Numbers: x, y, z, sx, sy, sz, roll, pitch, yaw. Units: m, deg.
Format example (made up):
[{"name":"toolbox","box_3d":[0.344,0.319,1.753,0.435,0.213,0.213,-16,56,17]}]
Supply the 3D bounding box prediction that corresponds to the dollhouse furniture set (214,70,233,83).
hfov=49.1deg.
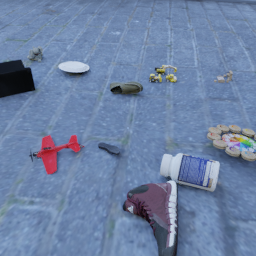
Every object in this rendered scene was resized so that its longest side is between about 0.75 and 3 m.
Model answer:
[{"name":"dollhouse furniture set","box_3d":[4.215,-2.347,12.487,0.778,0.380,0.663,3,38,3]}]

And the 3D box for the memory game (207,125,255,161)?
[{"name":"memory game","box_3d":[3.571,0.403,8.836,2.181,0.139,2.181,6,28,-3]}]

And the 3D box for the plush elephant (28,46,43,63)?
[{"name":"plush elephant","box_3d":[-4.594,-3.738,13.965,0.755,0.710,0.917,-23,44,-26]}]

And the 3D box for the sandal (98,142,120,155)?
[{"name":"sandal","box_3d":[-0.586,0.668,8.896,0.853,0.183,0.324,20,35,37]}]

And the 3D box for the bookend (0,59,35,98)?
[{"name":"bookend","box_3d":[-5.389,-2.300,11.903,2.229,1.033,2.243,-17,41,-22]}]

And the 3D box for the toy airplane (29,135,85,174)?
[{"name":"toy airplane","box_3d":[-2.199,0.678,8.734,1.729,0.318,1.729,0,40,0]}]

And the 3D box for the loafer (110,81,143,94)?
[{"name":"loafer","box_3d":[-0.098,-1.577,11.434,1.447,0.544,0.504,1,37,17]}]

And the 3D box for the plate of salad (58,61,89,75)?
[{"name":"plate of salad","box_3d":[-2.521,-2.794,13.089,1.421,0.341,1.421,6,30,-3]}]

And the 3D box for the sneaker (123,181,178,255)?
[{"name":"sneaker","box_3d":[0.489,2.155,6.578,1.353,0.886,2.342,1,28,10]}]

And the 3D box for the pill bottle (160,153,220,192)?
[{"name":"pill bottle","box_3d":[1.678,1.168,7.704,1.498,0.831,0.831,12,40,14]}]

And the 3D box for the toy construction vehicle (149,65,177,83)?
[{"name":"toy construction vehicle","box_3d":[1.586,-2.447,12.566,1.226,0.432,1.067,5,39,6]}]
